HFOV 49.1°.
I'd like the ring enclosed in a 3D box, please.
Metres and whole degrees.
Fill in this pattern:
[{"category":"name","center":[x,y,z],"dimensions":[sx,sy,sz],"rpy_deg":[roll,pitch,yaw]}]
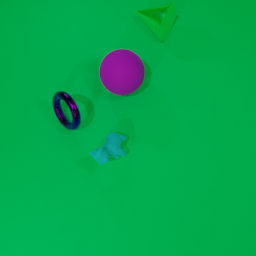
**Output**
[{"category":"ring","center":[-1.792,-0.492,8.137],"dimensions":[0.244,1.221,1.221],"rpy_deg":[-30,71,-36]}]

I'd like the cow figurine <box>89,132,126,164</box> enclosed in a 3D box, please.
[{"category":"cow figurine","center":[-0.553,0.538,7.867],"dimensions":[1.019,0.568,1.035],"rpy_deg":[21,58,-31]}]

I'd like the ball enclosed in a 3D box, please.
[{"category":"ball","center":[-0.176,-1.671,8.422],"dimensions":[1.367,1.367,1.367],"rpy_deg":[0,70,0]}]

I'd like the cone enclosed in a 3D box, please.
[{"category":"cone","center":[0.774,-3.700,9.306],"dimensions":[1.225,1.220,1.220],"rpy_deg":[26,72,16]}]
